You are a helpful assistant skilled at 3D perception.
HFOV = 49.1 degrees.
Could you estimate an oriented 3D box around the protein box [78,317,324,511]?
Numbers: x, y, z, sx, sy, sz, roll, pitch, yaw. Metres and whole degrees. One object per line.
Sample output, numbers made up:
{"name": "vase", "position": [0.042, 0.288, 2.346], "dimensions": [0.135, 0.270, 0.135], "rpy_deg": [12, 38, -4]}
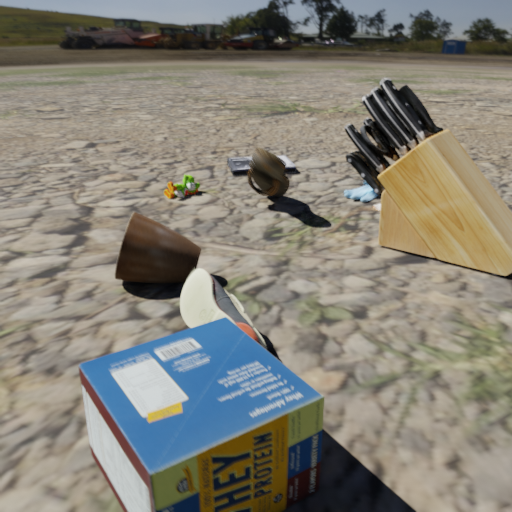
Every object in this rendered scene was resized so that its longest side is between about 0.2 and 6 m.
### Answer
{"name": "protein box", "position": [-0.532, 1.587, 5.180], "dimensions": [1.635, 1.111, 1.647], "rpy_deg": [-15, 28, -31]}

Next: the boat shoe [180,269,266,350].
{"name": "boat shoe", "position": [-0.467, 0.817, 7.458], "dimensions": [0.620, 0.705, 1.982], "rpy_deg": [24, 12, -33]}

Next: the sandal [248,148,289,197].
{"name": "sandal", "position": [0.227, -1.661, 12.242], "dimensions": [0.953, 0.637, 2.333], "rpy_deg": [24, -6, 3]}

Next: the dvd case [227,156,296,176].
{"name": "dvd case", "position": [0.121, -2.516, 15.566], "dimensions": [1.733, 0.214, 1.303], "rpy_deg": [-4, 24, -9]}

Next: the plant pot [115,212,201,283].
{"name": "plant pot", "position": [-1.532, -0.008, 9.053], "dimensions": [1.198, 1.120, 1.120], "rpy_deg": [15, 23, -7]}

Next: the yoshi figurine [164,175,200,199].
{"name": "yoshi figurine", "position": [-1.775, -1.686, 13.380], "dimensions": [0.513, 0.511, 0.913], "rpy_deg": [14, 24, 43]}

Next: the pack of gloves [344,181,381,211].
{"name": "pack of gloves", "position": [3.344, -1.593, 13.209], "dimensions": [2.276, 0.449, 1.912], "rpy_deg": [-20, 30, -37]}

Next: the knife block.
{"name": "knife block", "position": [3.224, -1.514, 9.844], "dimensions": [3.432, 3.013, 1.098], "rpy_deg": [17, 30, 33]}
